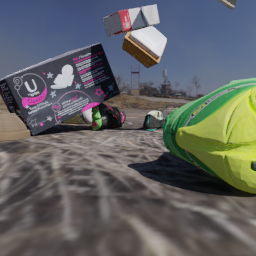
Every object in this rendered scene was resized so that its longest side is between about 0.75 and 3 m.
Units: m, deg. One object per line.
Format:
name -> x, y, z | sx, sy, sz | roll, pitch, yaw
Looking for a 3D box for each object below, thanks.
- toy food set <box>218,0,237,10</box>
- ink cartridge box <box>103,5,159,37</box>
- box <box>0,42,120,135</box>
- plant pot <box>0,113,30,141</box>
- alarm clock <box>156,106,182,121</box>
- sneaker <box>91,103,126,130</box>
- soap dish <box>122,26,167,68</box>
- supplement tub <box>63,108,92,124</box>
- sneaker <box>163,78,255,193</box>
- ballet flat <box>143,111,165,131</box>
toy food set -> 1.731, -3.144, 4.296 | 1.488, 2.074, 0.627 | 28, 42, -10
ink cartridge box -> 0.074, -2.321, 6.069 | 0.990, 0.410, 0.727 | -23, 18, -27
box -> -1.743, -1.011, 6.966 | 2.431, 1.395, 1.606 | -29, 19, -28
plant pot -> -2.535, -0.043, 5.593 | 1.099, 0.507, 1.099 | 1, 5, 0
alarm clock -> 1.815, -0.576, 11.717 | 1.368, 0.675, 2.028 | 1, 8, 13
sneaker -> -0.523, -0.375, 8.027 | 0.878, 0.804, 2.096 | 0, 7, 7
soap dish -> 0.526, -2.692, 8.896 | 1.262, 0.651, 1.604 | 35, 40, -11
supplement tub -> -1.891, -0.743, 10.307 | 1.589, 1.152, 1.152 | 2, 5, 24
sneaker -> 1.572, -0.141, 3.034 | 2.965, 1.098, 1.239 | -4, 10, -39
ballet flat -> 0.781, -0.230, 7.900 | 0.505, 0.508, 1.485 | 0, 4, 15
